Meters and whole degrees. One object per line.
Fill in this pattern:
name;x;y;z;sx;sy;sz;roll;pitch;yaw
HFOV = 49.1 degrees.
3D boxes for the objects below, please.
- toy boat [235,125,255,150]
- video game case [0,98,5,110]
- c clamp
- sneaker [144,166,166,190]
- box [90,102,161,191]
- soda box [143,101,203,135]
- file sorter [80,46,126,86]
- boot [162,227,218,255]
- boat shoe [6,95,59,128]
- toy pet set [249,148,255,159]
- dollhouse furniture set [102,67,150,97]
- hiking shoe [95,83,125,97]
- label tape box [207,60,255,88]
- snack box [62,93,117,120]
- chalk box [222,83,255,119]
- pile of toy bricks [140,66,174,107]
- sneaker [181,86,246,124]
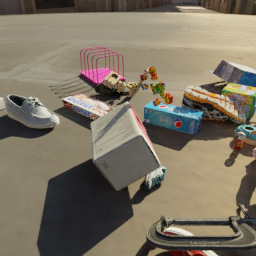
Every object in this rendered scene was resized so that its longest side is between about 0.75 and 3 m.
toy boat;3.684;0.242;8.576;1.222;0.568;1.027;-22;35;-36
video game case;-6.166;-0.801;10.666;2.070;0.470;1.876;13;30;23
c clamp;1.434;1.911;5.328;2.233;0.302;1.908;-2;3;0
sneaker;0.693;1.204;6.965;0.431;0.388;0.999;13;31;18
box;-0.138;0.390;7.270;1.288;1.097;2.014;-30;28;7
soda box;1.530;-0.373;9.685;1.940;0.623;0.658;17;32;28
file sorter;-1.346;-3.248;14.289;1.576;1.423;2.268;-15;31;-26
boot;0.936;2.369;4.619;1.484;0.537;1.070;28;40;37
boat shoe;-3.490;-0.653;9.934;2.475;0.881;0.863;17;32;29
toy pet set;4.293;1.104;6.689;2.819;1.497;2.632;26;3;31
dollhouse furniture set;-0.053;-2.270;12.140;1.451;1.183;1.380;30;33;1
hiking shoe;-0.801;-1.667;12.266;1.340;0.507;0.674;0;24;-2
label tape box;5.200;-2.480;12.992;1.910;0.838;2.648;9;25;-19
snack box;-1.339;-0.754;10.723;2.651;0.322;0.953;24;36;37
chalk box;4.359;-0.997;10.514;1.540;0.953;0.958;17;32;29
pile of toy bricks;0.856;-1.154;7.972;0.665;1.199;0.592;-28;10;-25
sneaker;3.049;-0.685;10.077;2.399;0.926;0.939;25;39;7
